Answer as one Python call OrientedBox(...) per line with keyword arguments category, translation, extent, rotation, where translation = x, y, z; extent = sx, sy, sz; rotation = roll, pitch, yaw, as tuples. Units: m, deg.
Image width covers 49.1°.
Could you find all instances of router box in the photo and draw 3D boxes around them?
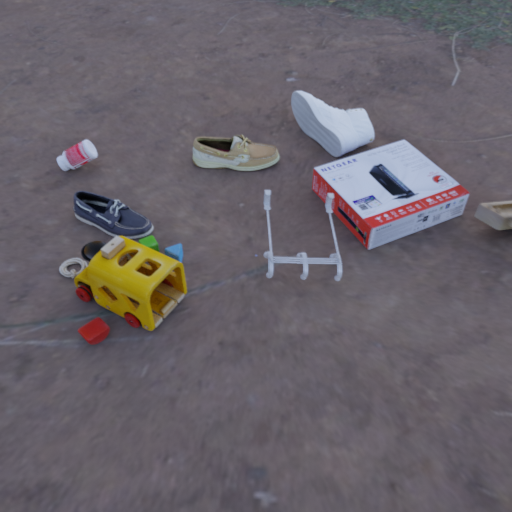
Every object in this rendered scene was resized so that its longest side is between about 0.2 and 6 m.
OrientedBox(category="router box", translation=(2.771, -1.368, 11.844), extent=(2.447, 0.598, 2.197), rotation=(-20, 49, -19))

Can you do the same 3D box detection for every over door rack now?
OrientedBox(category="over door rack", translation=(0.860, -0.347, 10.701), extent=(1.405, 0.634, 1.902), rotation=(2, 55, -5))

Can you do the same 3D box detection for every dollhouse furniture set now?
OrientedBox(category="dollhouse furniture set", translation=(5.617, -1.045, 10.575), extent=(1.721, 1.475, 1.810), rotation=(-7, 34, -32))

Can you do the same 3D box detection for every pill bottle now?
OrientedBox(category="pill bottle", translation=(-4.068, -2.256, 12.698), extent=(0.821, 0.461, 0.461), rotation=(-25, 46, 9))

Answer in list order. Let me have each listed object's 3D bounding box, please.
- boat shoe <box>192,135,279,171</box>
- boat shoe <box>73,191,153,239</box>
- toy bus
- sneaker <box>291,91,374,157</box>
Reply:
OrientedBox(category="boat shoe", translation=(-0.470, -2.403, 12.818), extent=(2.012, 0.668, 0.744), rotation=(-2, 45, -1))
OrientedBox(category="boat shoe", translation=(-2.945, -0.859, 11.361), extent=(1.825, 0.572, 0.663), rotation=(18, 48, 17))
OrientedBox(category="toy bus", translation=(-2.367, 0.258, 9.813), extent=(2.322, 1.200, 2.191), rotation=(-10, 46, -11))
OrientedBox(category="sneaker", translation=(1.910, -3.359, 13.752), extent=(1.307, 0.833, 2.262), rotation=(-22, 59, -23))
